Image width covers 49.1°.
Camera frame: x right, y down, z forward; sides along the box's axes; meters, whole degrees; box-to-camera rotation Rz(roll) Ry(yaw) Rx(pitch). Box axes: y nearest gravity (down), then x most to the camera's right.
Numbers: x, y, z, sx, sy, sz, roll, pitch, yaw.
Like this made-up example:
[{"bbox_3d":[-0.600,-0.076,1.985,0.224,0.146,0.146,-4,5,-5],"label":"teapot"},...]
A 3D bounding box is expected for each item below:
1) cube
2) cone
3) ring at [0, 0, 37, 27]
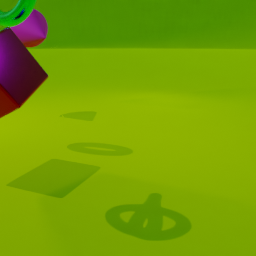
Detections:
[{"bbox_3d":[-2.466,-0.935,5.221,1.158,1.158,1.158,-20,30,30],"label":"cube"},{"bbox_3d":[-2.988,-3.135,9.234,1.308,1.308,1.313,-14,36,-37],"label":"cone"},{"bbox_3d":[-2.630,-3.057,6.191,1.601,1.601,0.320,8,6,25],"label":"ring"}]
